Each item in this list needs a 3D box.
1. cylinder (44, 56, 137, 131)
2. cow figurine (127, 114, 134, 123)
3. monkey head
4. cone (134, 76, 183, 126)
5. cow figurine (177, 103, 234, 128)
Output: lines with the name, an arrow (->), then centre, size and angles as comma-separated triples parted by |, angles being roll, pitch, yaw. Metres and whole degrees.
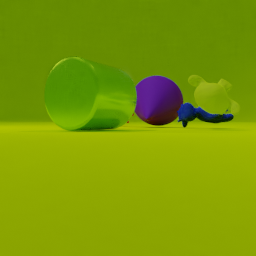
cylinder -> -0.686, -0.605, 5.372 | 1.286, 1.286, 1.286 | 1, 1, 32
cow figurine -> -0.699, -0.685, 10.323 | 1.684, 0.939, 1.711 | 33, 21, 6
monkey head -> 1.848, -0.723, 5.863 | 1.224, 0.881, 0.738 | 40, -3, 16
cone -> 0.716, -0.547, 8.210 | 1.663, 1.663, 1.669 | 0, 21, 16
cow figurine -> 1.953, -0.371, 7.261 | 1.198, 0.658, 1.179 | 11, -19, -40
